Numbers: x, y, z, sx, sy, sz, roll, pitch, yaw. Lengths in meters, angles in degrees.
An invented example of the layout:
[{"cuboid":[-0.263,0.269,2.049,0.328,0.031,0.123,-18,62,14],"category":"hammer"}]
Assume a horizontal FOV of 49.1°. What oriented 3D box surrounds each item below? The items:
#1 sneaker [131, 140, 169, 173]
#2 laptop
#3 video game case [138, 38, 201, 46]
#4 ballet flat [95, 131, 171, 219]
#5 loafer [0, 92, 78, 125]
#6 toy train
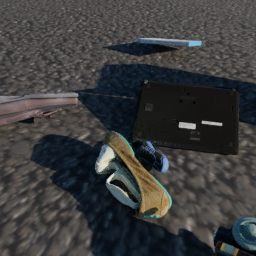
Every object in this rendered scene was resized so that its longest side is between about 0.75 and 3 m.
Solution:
[{"cuboid":[0.457,0.624,6.300,0.444,0.400,1.141,9,20,-30],"category":"sneaker"},{"cuboid":[1.649,-0.481,8.061,2.653,1.546,2.994,6,63,10],"category":"laptop"},{"cuboid":[1.731,-3.541,11.505,2.170,0.193,1.553,13,22,28],"category":"video game case"},{"cuboid":[-0.130,0.903,5.690,0.860,0.806,2.378,-14,46,-30],"category":"ballet flat"},{"cuboid":[-2.807,-0.480,7.662,2.922,0.920,1.050,-6,10,-21],"category":"loafer"},{"cuboid":[2.107,2.100,3.681,2.214,0.943,1.262,15,49,33],"category":"toy train"}]
